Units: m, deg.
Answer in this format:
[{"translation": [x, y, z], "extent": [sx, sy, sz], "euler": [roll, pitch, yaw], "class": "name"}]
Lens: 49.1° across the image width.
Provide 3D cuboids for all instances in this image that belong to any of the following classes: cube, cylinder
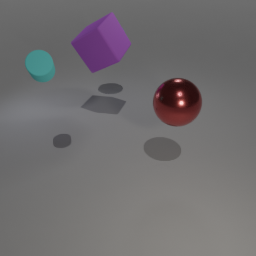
[{"translation": [-0.974, -3.177, 10.518], "extent": [1.400, 1.400, 1.400], "euler": [-13, 35, 36], "class": "cube"}, {"translation": [-2.343, -1.647, 7.523], "extent": [0.700, 0.700, 0.700], "euler": [-6, -4, -10], "class": "cylinder"}]

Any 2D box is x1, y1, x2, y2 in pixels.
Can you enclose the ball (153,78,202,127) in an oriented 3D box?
[{"translation": [1.417, -0.737, 8.071], "extent": [1.400, 1.400, 1.400], "euler": [0, 30, 0], "class": "ball"}]
